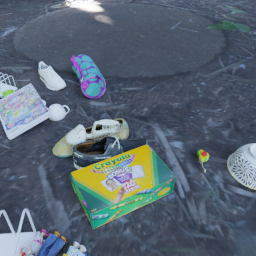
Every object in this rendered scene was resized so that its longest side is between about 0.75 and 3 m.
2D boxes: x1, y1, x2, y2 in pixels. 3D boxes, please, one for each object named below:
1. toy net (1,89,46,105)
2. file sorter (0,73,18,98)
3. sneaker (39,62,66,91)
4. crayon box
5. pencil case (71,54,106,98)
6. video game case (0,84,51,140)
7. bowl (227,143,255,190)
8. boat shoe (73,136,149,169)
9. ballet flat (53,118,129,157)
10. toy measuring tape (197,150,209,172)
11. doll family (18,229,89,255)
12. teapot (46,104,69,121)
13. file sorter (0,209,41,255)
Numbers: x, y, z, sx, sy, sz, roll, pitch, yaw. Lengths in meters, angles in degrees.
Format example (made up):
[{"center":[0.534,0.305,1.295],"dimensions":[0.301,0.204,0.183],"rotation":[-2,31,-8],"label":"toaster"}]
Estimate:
[{"center":[-4.790,-1.229,12.638],"dimensions":[2.084,0.403,1.093],"rotation":[7,40,7],"label":"toy net"},{"center":[-6.211,-2.146,13.421],"dimensions":[1.331,0.829,0.923],"rotation":[18,43,20],"label":"file sorter"},{"center":[-3.849,-2.570,13.939],"dimensions":[0.790,0.833,2.069],"rotation":[-31,50,-34],"label":"sneaker"},{"center":[-0.166,1.710,8.733],"dimensions":[2.803,0.817,1.665],"rotation":[-19,43,-22],"label":"crayon box"},{"center":[-1.964,-2.590,13.660],"dimensions":[1.246,1.148,2.697],"rotation":[21,25,-36],"label":"pencil case"},{"center":[-4.468,-0.779,11.729],"dimensions":[1.830,0.230,2.555],"rotation":[-32,49,-12],"label":"video game case"},{"center":[4.414,1.092,9.450],"dimensions":[1.895,0.889,1.895],"rotation":[-1,39,0],"label":"bowl"},{"center":[-0.547,0.753,9.849],"dimensions":[2.776,0.938,0.997],"rotation":[-10,39,-14],"label":"boat shoe"},{"center":[-1.382,0.240,10.417],"dimensions":[2.957,1.045,1.045],"rotation":[-13,41,-15],"label":"ballet flat"},{"center":[2.708,1.133,9.825],"dimensions":[0.377,0.377,1.025],"rotation":[-1,40,-2],"label":"toy measuring tape"},{"center":[-1.811,3.206,6.729],"dimensions":[1.943,0.876,1.206],"rotation":[24,45,12],"label":"doll family"},{"center":[-3.044,-0.742,11.884],"dimensions":[0.837,0.611,0.826],"rotation":[-30,48,-32],"label":"teapot"},{"center":[-3.587,2.999,6.636],"dimensions":[2.471,1.539,1.715],"rotation":[-3,39,-3],"label":"file sorter"}]
